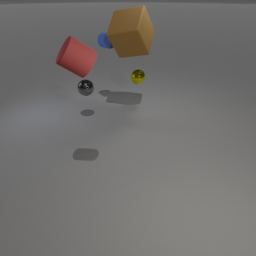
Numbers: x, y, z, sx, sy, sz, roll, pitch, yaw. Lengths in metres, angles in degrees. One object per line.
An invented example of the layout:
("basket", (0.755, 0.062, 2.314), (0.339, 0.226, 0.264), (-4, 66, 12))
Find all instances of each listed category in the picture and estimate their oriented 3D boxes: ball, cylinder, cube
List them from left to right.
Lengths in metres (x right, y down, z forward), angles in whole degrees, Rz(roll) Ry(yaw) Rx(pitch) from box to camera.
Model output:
("cylinder", (-1.172, -1.609, 6.376), (0.700, 0.700, 0.700), (26, 17, -27))
("ball", (-1.797, -1.715, 11.919), (0.700, 0.700, 0.700), (0, 28, 0))
("cylinder", (-0.939, -3.988, 12.730), (0.700, 0.700, 0.700), (-14, 24, -25))
("cube", (0.145, -3.960, 11.648), (1.400, 1.400, 1.400), (1, 62, 25))
("ball", (0.476, -2.396, 13.136), (0.700, 0.700, 0.700), (0, 28, 0))
